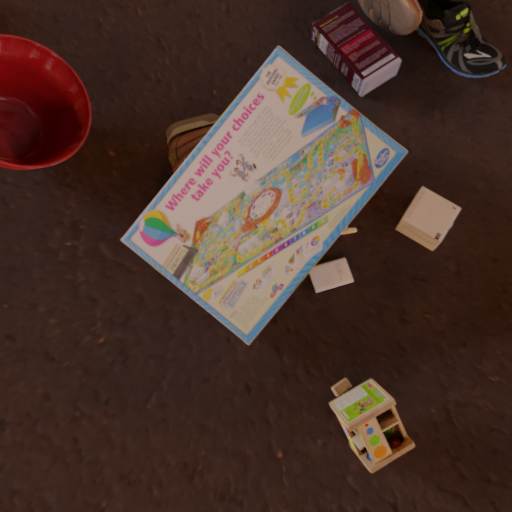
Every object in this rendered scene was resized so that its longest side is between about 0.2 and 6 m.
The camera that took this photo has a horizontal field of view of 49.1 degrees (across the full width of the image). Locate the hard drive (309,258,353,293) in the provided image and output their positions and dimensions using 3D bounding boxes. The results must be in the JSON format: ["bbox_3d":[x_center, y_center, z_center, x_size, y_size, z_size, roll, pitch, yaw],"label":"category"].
[{"bbox_3d":[1.413,0.365,10.647,0.751,0.095,0.496,-16,73,-5],"label":"hard drive"}]

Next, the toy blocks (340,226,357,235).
[{"bbox_3d":[1.107,-1.240,10.642,1.464,0.638,1.757,-7,89,-2],"label":"toy blocks"}]

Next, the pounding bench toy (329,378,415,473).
[{"bbox_3d":[1.868,2.789,9.526,0.862,1.387,1.082,-28,106,-7],"label":"pounding bench toy"}]

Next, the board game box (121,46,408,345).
[{"bbox_3d":[0.129,-1.019,9.851,2.885,0.734,4.291,40,92,0],"label":"board game box"}]

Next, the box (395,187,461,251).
[{"bbox_3d":[3.289,-0.708,10.743,0.857,0.560,0.852,33,75,10],"label":"box"}]

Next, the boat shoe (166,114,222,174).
[{"bbox_3d":[-0.097,-2.236,10.813,3.290,1.184,1.119,-16,70,13],"label":"boat shoe"}]

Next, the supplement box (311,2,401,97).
[{"bbox_3d":[2.095,-4.398,11.926,0.992,0.555,1.823,-33,76,-9],"label":"supplement box"}]

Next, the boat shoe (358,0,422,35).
[{"bbox_3d":[2.680,-6.354,12.204,1.237,1.305,3.445,-27,76,-10],"label":"boat shoe"}]

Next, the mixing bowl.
[{"bbox_3d":[-4.637,-2.683,10.711,2.587,1.401,2.587,9,74,-31],"label":"mixing bowl"}]

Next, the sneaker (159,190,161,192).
[{"bbox_3d":[-1.220,-0.491,10.597,0.921,0.771,2.030,-44,77,-9],"label":"sneaker"}]

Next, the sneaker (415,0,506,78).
[{"bbox_3d":[4.221,-4.701,11.783,0.868,1.014,2.448,-37,76,-9],"label":"sneaker"}]
